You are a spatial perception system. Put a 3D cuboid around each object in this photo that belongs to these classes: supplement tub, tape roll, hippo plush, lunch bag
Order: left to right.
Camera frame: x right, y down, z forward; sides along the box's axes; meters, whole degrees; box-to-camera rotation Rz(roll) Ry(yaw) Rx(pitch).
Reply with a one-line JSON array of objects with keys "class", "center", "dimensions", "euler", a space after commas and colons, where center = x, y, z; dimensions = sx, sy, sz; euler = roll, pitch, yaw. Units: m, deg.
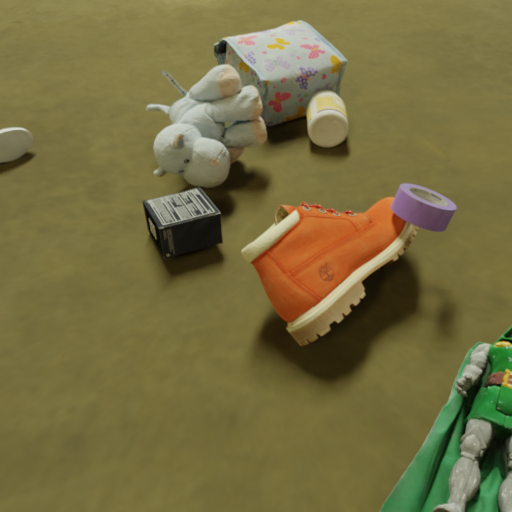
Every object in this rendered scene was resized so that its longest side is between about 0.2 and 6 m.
[{"class": "hippo plush", "center": [-1.043, -2.400, 10.479], "dimensions": [2.422, 1.929, 1.947], "euler": [30, 44, -9]}, {"class": "lunch bag", "center": [0.493, -4.451, 13.359], "dimensions": [2.270, 1.702, 2.677], "euler": [-20, 55, -19]}, {"class": "supplement tub", "center": [1.551, -3.032, 12.313], "dimensions": [0.873, 0.873, 1.201], "euler": [1, 42, 2]}, {"class": "tape roll", "center": [2.444, -0.713, 8.202], "dimensions": [0.863, 0.367, 0.863], "euler": [16, 25, -8]}]

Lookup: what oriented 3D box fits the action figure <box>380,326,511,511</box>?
[{"class": "action figure", "center": [2.974, 1.924, 6.724], "dimensions": [2.011, 0.931, 3.404], "euler": [16, 40, 22]}]

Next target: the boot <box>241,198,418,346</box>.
[{"class": "boot", "center": [1.201, -0.316, 8.402], "dimensions": [1.742, 1.219, 3.249], "euler": [50, 52, 2]}]

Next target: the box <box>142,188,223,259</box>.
[{"class": "box", "center": [-1.248, -0.572, 9.537], "dimensions": [1.060, 0.659, 1.069], "euler": [-16, 36, -17]}]

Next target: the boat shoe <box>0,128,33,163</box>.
[{"class": "boat shoe", "center": [-5.636, -2.192, 11.559], "dimensions": [1.945, 0.698, 0.659], "euler": [-34, 52, -23]}]
